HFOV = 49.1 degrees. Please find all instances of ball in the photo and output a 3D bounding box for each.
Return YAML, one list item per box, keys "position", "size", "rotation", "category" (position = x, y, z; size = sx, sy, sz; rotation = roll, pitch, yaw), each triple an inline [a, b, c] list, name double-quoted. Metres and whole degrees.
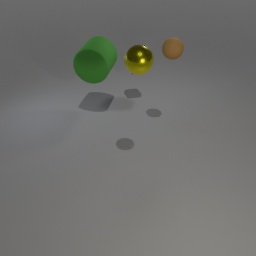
- position: [0.261, -1.608, 6.625]
  size: [0.700, 0.700, 0.700]
  rotation: [0, 33, 0]
  category: "ball"
- position: [1.460, -2.580, 9.108]
  size: [0.700, 0.700, 0.700]
  rotation: [0, 33, 0]
  category: "ball"

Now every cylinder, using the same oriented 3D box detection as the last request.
- position: [-1.250, -2.664, 10.918]
  size: [1.400, 1.400, 1.400]
  rotation: [7, 38, 11]
  category: "cylinder"

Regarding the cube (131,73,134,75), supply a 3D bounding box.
- position: [0.417, -2.792, 12.245]
  size: [0.700, 0.700, 0.700]
  rotation: [-15, 2, 1]
  category: "cube"
